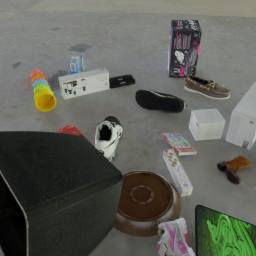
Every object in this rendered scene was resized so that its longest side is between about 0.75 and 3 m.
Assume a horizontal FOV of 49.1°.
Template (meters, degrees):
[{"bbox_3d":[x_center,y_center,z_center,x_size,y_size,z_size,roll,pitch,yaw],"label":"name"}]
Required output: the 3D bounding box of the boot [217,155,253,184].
[{"bbox_3d":[3.641,1.362,9.195,1.059,0.363,0.997,-13,29,-20],"label":"boot"}]

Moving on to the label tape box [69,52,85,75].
[{"bbox_3d":[-2.639,-3.255,14.528,0.456,0.988,1.380,3,38,4],"label":"label tape box"}]

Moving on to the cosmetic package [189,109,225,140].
[{"bbox_3d":[2.972,-0.136,10.633,1.032,0.852,0.851,-4,37,-6],"label":"cosmetic package"}]

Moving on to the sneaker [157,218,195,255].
[{"bbox_3d":[1.128,3.025,6.753,0.807,0.744,1.829,-3,30,-2],"label":"sneaker"}]

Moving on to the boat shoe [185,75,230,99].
[{"bbox_3d":[3.717,-1.932,13.103,2.161,0.643,0.776,21,44,25],"label":"boat shoe"}]

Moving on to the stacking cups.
[{"bbox_3d":[-4.071,-1.865,12.873,0.901,0.901,2.979,-16,39,-19],"label":"stacking cups"}]

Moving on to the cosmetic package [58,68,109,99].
[{"bbox_3d":[-2.012,-2.078,13.087,2.258,0.932,0.572,-17,43,-20],"label":"cosmetic package"}]

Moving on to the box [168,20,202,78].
[{"bbox_3d":[2.795,-4.044,14.317,1.424,2.482,1.640,3,38,3],"label":"box"}]

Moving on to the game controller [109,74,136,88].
[{"bbox_3d":[-0.350,-2.333,13.991,1.426,0.300,0.744,-15,55,-18],"label":"game controller"}]

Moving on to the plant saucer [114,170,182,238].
[{"bbox_3d":[0.401,2.049,8.241,2.376,0.381,2.376,0,39,0],"label":"plant saucer"}]

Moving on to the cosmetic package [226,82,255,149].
[{"bbox_3d":[4.786,-0.567,10.764,1.024,1.405,2.765,24,42,29],"label":"cosmetic package"}]

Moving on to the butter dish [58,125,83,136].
[{"bbox_3d":[-2.143,0.220,10.274,0.995,0.738,0.998,-25,45,-28],"label":"butter dish"}]

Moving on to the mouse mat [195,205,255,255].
[{"bbox_3d":[2.561,3.217,6.353,2.278,0.107,2.831,21,38,-5],"label":"mouse mat"}]

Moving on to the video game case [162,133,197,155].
[{"bbox_3d":[1.845,0.562,10.122,0.836,0.102,1.169,1,34,-32],"label":"video game case"}]

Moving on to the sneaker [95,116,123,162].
[{"bbox_3d":[-0.694,0.093,10.201,0.896,1.071,2.419,1,37,3],"label":"sneaker"}]

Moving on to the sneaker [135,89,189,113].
[{"bbox_3d":[1.443,-1.120,12.182,2.322,0.833,0.962,19,17,21],"label":"sneaker"}]

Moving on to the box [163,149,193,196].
[{"bbox_3d":[1.579,1.393,9.079,0.346,0.370,1.787,-7,38,-10],"label":"box"}]

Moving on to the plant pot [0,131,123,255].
[{"bbox_3d":[-1.790,1.738,6.892,2.575,2.903,2.896,-14,38,-37],"label":"plant pot"}]
